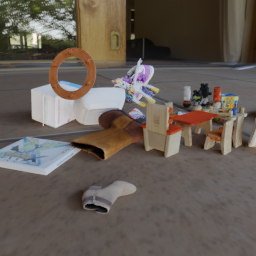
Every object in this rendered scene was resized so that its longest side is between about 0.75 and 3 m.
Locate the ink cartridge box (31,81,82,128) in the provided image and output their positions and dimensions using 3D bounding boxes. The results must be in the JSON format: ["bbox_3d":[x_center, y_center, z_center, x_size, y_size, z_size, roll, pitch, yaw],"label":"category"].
[{"bbox_3d":[-2.944,-1.012,11.570,1.312,1.346,2.095,19,27,25],"label":"ink cartridge box"}]

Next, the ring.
[{"bbox_3d":[-1.974,-1.888,9.726,1.840,1.840,0.177,5,0,17],"label":"ring"}]

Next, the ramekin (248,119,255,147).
[{"bbox_3d":[4.313,0.035,8.834,0.629,1.351,1.351,18,23,20],"label":"ramekin"}]

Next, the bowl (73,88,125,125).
[{"bbox_3d":[-1.132,-0.761,11.091,1.988,0.742,1.985,-4,-26,-20],"label":"bowl"}]

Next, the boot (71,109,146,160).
[{"bbox_3d":[-0.808,0.233,9.338,2.458,0.894,2.611,23,32,34],"label":"boot"}]

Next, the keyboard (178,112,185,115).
[{"bbox_3d":[2.429,-0.395,12.191,0.600,0.114,2.131,8,19,10],"label":"keyboard"}]

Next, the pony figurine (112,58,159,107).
[{"bbox_3d":[0.359,-1.921,12.534,2.034,1.693,1.963,32,40,-7],"label":"pony figurine"}]

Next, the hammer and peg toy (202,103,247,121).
[{"bbox_3d":[3.949,-0.523,11.665,1.827,0.644,1.344,-15,24,-39],"label":"hammer and peg toy"}]

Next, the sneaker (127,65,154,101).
[{"bbox_3d":[0.304,-2.361,14.651,1.291,2.264,0.821,-4,46,-32],"label":"sneaker"}]

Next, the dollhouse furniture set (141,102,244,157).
[{"bbox_3d":[1.858,-0.226,9.165,2.965,1.528,2.933,16,23,42],"label":"dollhouse furniture set"}]

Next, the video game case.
[{"bbox_3d":[-2.726,0.747,8.228,2.063,0.227,1.880,6,18,18],"label":"video game case"}]

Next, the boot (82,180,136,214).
[{"bbox_3d":[-0.393,1.452,5.840,1.108,0.389,0.810,0,24,4],"label":"boot"}]

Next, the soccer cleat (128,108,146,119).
[{"bbox_3d":[0.531,-0.292,11.293,0.606,0.565,1.657,-35,36,-14],"label":"soccer cleat"}]

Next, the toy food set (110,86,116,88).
[{"bbox_3d":[-0.688,-2.651,18.861,0.996,0.553,1.693,-23,13,9],"label":"toy food set"}]

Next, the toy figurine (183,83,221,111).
[{"bbox_3d":[3.642,-1.449,13.932,1.686,1.192,1.713,-12,22,-18],"label":"toy figurine"}]

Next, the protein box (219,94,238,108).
[{"bbox_3d":[5.123,-1.431,14.616,0.889,0.604,0.896,-1,17,-2],"label":"protein box"}]
